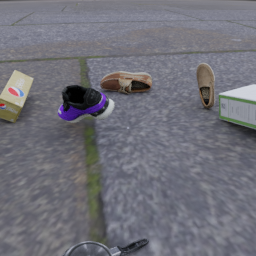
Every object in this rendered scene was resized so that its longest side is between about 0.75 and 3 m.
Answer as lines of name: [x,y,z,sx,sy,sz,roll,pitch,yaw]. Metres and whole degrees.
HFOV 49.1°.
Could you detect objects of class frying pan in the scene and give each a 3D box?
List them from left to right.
frying pan: [-0.265,1.952,4.016,1.480,0.241,0.895,1,29,-16]

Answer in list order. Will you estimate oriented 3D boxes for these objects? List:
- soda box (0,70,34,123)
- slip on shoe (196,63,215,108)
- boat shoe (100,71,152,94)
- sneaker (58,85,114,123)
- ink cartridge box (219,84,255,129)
soda box: [-3.504,-1.029,8.685,0.675,0.638,1.994,24,28,-22]
slip on shoe: [2.436,-1.345,8.831,0.548,1.441,0.437,-4,3,30]
boat shoe: [-0.048,-1.591,10.008,1.899,0.719,0.682,-6,43,-1]
sneaker: [-1.353,-0.698,7.230,2.063,1.026,0.717,-5,59,44]
ink cartridge box: [3.833,-0.483,7.206,1.433,0.818,2.759,-15,19,-22]
